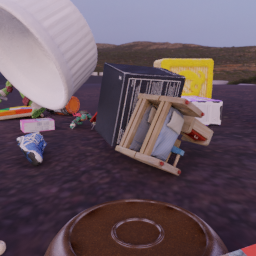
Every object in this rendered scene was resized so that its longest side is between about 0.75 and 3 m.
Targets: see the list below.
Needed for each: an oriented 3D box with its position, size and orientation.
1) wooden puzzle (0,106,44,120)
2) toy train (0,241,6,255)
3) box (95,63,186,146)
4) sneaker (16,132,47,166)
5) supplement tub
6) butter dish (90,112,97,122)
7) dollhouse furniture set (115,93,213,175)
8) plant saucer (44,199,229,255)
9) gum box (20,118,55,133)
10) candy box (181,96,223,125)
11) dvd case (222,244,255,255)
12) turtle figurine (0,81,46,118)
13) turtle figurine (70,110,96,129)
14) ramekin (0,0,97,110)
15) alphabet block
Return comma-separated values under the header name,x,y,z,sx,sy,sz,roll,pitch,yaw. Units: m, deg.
name,x,y,z,sx,sy,sz,roll,pitch,yaw
wooden puzzle,-5.043,-0.727,12.634,2.208,0.411,2.042,-5,12,-22
toy train,-1.995,1.205,2.943,1.297,0.480,1.726,-4,15,-24
box,0.251,-0.599,6.924,1.753,1.767,1.089,-3,25,-33
sneaker,-2.119,0.388,6.278,0.549,0.540,1.426,-32,29,-17
supplement tub,-3.120,-1.131,13.216,1.616,0.990,0.990,8,14,34
butter dish,-0.274,-0.404,9.618,1.511,1.117,1.507,-42,-14,27
dollhouse furniture set,1.071,0.320,6.136,1.954,1.377,1.369,29,-9,-38
plant saucer,0.104,1.247,3.043,2.023,0.324,2.023,1,12,0
gum box,-3.095,-0.110,9.675,1.088,0.360,0.617,-6,13,-29
candy box,1.953,-0.725,11.209,2.692,0.963,2.258,-2,11,-12
dvd case,0.944,1.418,1.752,1.990,0.219,1.453,-4,23,-25
turtle figurine,-4.025,-1.403,9.526,2.372,1.761,2.447,39,9,11
turtle figurine,-1.583,-0.314,10.127,0.994,0.668,1.328,-2,6,-8
ramekin,-1.857,-1.727,5.978,2.525,2.525,1.231,10,48,42
alphabet block,2.743,-2.267,14.685,2.623,2.637,2.686,-2,11,-2
